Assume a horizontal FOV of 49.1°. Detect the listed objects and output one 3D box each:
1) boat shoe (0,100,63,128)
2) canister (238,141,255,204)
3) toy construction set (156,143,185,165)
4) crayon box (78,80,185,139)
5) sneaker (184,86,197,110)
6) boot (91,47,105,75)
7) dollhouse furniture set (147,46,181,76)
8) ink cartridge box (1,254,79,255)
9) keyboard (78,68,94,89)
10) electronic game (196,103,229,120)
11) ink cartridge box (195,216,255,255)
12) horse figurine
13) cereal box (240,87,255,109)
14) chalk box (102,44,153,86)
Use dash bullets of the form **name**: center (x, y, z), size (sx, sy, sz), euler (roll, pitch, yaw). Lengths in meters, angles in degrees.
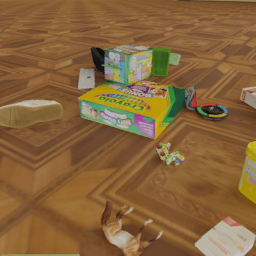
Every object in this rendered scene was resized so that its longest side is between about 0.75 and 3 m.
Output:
- **boat shoe**: center (-3.020, -0.497, 8.489), size (1.987, 0.704, 0.689), euler (-7, 29, -30)
- **canister**: center (2.660, 0.934, 5.548), size (0.479, 1.107, 0.822), euler (-16, 34, -25)
- **toy construction set**: center (0.984, 0.588, 6.879), size (0.526, 0.369, 0.802), euler (-10, 31, -14)
- **crayon box**: center (0.169, -0.801, 8.864), size (2.620, 0.764, 2.260), euler (16, 34, 25)
- **sneaker**: center (1.984, -0.954, 9.530), size (0.674, 0.559, 1.411), euler (-8, 22, 17)
- **boot**: center (-0.539, -3.099, 12.644), size (1.748, 0.880, 2.338), euler (-21, 48, -21)
- **dollhouse furniture set**: center (1.634, -3.455, 13.060), size (1.496, 1.156, 2.993), euler (8, 31, 13)
- **ink cartridge box**: center (-1.332, 2.484, 3.626), size (1.220, 0.402, 1.677), euler (0, 28, 0)
- **keyboard**: center (-1.743, -2.125, 11.849), size (0.640, 0.121, 2.275), euler (1, 30, -8)
- **electronic game**: center (2.711, -0.549, 8.997), size (1.017, 0.212, 1.017), euler (0, 31, 0)
- **ink cartridge box**: center (1.574, 1.935, 4.612), size (0.952, 0.321, 0.554), euler (-20, 36, -33)
- **horse figurine**: center (-0.027, 1.790, 4.793), size (1.278, 0.319, 0.847), euler (30, 57, 28)
- **cereal box**: center (5.204, -0.754, 9.041), size (1.834, 0.504, 2.549), euler (-10, 32, -16)
- **chalk box**: center (-0.109, -2.078, 9.238), size (1.042, 1.037, 1.675), euler (26, 37, 35)
